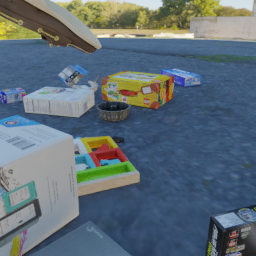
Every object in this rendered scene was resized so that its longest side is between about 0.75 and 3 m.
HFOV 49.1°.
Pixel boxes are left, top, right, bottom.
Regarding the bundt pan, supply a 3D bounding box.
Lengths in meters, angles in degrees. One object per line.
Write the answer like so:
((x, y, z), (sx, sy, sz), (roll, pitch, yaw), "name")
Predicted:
((-0.561, -0.628, 10.932), (1.325, 0.497, 1.325), (0, 22, 0), "bundt pan")

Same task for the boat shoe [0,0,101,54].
((-1.387, -1.852, 4.997), (2.151, 0.640, 0.773), (21, 31, -50), "boat shoe")

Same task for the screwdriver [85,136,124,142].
((-0.767, 0.341, 8.969), (1.305, 0.182, 0.190), (3, -7, -1), "screwdriver")

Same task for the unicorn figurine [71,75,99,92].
((-2.184, -1.923, 13.927), (1.408, 0.757, 2.050), (6, 36, -12), "unicorn figurine")

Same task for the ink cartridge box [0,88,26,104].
((-5.517, -1.502, 13.083), (1.267, 0.484, 0.865), (-18, 28, -33), "ink cartridge box")

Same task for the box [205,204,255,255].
((1.923, 1.751, 4.239), (1.535, 1.230, 0.340), (-7, 23, -17), "box")

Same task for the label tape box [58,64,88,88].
((-2.174, -2.149, 11.058), (0.694, 0.305, 0.963), (37, 75, 24), "label tape box")

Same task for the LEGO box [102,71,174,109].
((0.507, -1.877, 13.155), (2.802, 1.081, 2.086), (12, 25, 27), "LEGO box")

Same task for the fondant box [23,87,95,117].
((-2.863, -1.154, 11.918), (2.442, 0.711, 1.762), (7, 23, 14), "fondant box")

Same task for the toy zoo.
((-1.063, 0.833, 7.668), (1.824, 0.285, 2.781), (-8, 24, -19), "toy zoo")

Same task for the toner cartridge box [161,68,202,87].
((3.102, -3.043, 16.668), (1.214, 0.552, 2.556), (-11, 25, -24), "toner cartridge box")

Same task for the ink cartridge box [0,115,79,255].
((-2.456, 1.117, 4.944), (1.846, 1.837, 2.516), (17, 28, 35), "ink cartridge box")

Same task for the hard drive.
((-0.947, 2.260, 4.203), (1.895, 0.312, 1.323), (-20, 30, -39), "hard drive")
